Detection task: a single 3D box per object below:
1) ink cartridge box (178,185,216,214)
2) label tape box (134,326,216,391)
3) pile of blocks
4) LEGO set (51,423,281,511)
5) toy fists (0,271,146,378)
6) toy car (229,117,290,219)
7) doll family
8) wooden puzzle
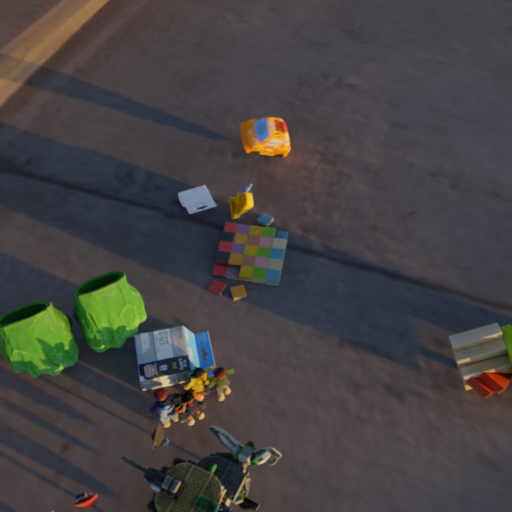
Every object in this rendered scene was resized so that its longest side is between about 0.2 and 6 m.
[{"bbox_3d":[-1.267,-1.161,12.056,0.631,0.221,0.776,-18,52,-15],"label":"ink cartridge box"},{"bbox_3d":[-1.399,1.716,9.677,1.286,0.425,0.921,-11,53,-7],"label":"label tape box"},{"bbox_3d":[4.895,1.726,9.038,3.454,1.418,1.073,-4,52,-3],"label":"pile of blocks"},{"bbox_3d":[-1.329,3.712,7.968,3.708,1.051,2.408,-11,50,8],"label":"LEGO set"},{"bbox_3d":[-3.112,1.204,9.601,2.426,1.237,0.834,-23,24,-18],"label":"toy fists"},{"bbox_3d":[0.266,-1.956,12.207,1.297,0.880,2.643,19,64,-29],"label":"toy car"},{"bbox_3d":[-1.050,2.205,8.988,0.594,0.874,1.513,34,59,27],"label":"doll family"},{"bbox_3d":[-0.101,-0.052,11.222,1.330,0.158,2.243,8,53,5],"label":"wooden puzzle"}]
